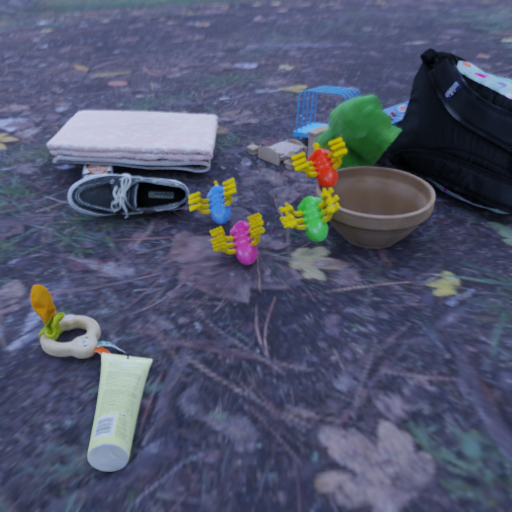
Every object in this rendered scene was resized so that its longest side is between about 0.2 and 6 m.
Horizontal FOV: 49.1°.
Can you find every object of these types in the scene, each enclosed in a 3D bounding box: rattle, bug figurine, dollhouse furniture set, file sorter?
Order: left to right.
[{"bbox_3d":[-2.574,1.002,8.152,1.369,0.978,0.892,18,18,36],"label":"rattle"},{"bbox_3d":[0.324,-0.981,10.687,3.248,0.836,2.519,-18,44,12],"label":"bug figurine"},{"bbox_3d":[1.027,-3.054,14.514,1.678,0.961,1.968,-27,42,-37],"label":"dollhouse furniture set"},{"bbox_3d":[2.002,-3.923,15.314,1.392,1.231,2.006,11,22,17],"label":"file sorter"}]

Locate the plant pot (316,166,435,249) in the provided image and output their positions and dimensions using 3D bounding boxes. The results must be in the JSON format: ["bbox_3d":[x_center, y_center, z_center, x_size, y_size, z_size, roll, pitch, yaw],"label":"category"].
[{"bbox_3d":[2.263,-0.849,10.945,2.258,1.042,2.258,0,32,0],"label":"plant pot"}]

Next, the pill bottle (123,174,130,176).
[{"bbox_3d":[-2.993,-1.515,12.569,0.429,0.429,0.783,0,33,1],"label":"pill bottle"}]

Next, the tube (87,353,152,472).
[{"bbox_3d":[-1.762,1.889,7.225,0.482,0.539,1.857,-34,27,13],"label":"tube"}]

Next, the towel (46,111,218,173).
[{"bbox_3d":[-2.988,-3.088,14.594,3.931,0.634,3.755,2,28,-4],"label":"towel"}]

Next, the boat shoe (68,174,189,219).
[{"bbox_3d":[-2.630,-1.222,11.561,2.492,0.920,0.851,4,5,-9],"label":"boat shoe"}]

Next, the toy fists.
[{"bbox_3d":[2.119,-2.516,12.089,1.369,2.685,0.923,39,76,3],"label":"toy fists"}]

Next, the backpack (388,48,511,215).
[{"bbox_3d":[4.975,-2.494,11.948,2.353,3.102,3.718,-17,42,-32],"label":"backpack"}]

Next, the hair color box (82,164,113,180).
[{"bbox_3d":[-3.667,-1.773,12.992,0.663,0.406,1.339,-5,32,-11],"label":"hair color box"}]

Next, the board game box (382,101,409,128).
[{"bbox_3d":[3.423,-3.244,14.163,2.526,1.910,0.462,-26,84,-35],"label":"board game box"}]
